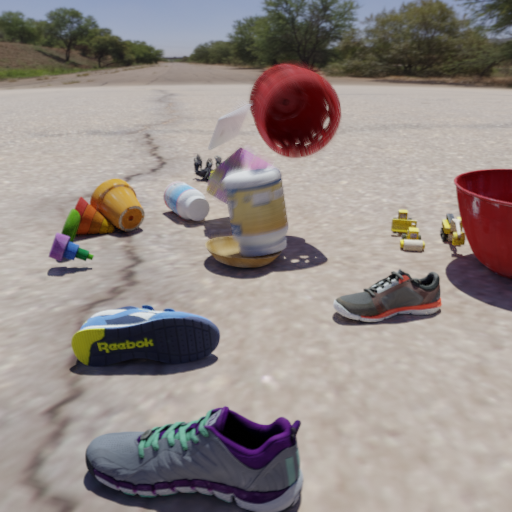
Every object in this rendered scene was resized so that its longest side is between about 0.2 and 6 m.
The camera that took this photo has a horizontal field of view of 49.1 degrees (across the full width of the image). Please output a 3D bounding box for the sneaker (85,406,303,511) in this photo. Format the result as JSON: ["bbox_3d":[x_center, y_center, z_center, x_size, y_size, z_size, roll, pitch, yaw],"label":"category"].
[{"bbox_3d":[-0.567,1.636,5.008,2.008,0.879,0.747,4,22,8],"label":"sneaker"}]

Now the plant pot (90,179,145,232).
[{"bbox_3d":[-2.842,-0.992,11.789,0.985,0.985,0.901,-17,43,-37],"label":"plant pot"}]

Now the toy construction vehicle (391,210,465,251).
[{"bbox_3d":[3.395,-0.580,11.112,1.376,0.557,1.580,5,22,12],"label":"toy construction vehicle"}]

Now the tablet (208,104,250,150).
[{"bbox_3d":[-0.576,-2.715,11.883,0.824,0.086,1.266,-33,-7,-23],"label":"tablet"}]

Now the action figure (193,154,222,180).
[{"bbox_3d":[-1.429,-2.575,16.066,0.819,0.703,1.378,5,17,-18],"label":"action figure"}]

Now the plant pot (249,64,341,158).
[{"bbox_3d":[0.672,-2.800,10.530,1.551,1.551,1.412,-3,31,-8],"label":"plant pot"}]

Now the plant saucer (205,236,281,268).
[{"bbox_3d":[-0.239,-0.054,10.110,1.381,0.244,1.381,5,17,-2],"label":"plant saucer"}]

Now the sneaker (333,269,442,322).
[{"bbox_3d":[1.918,0.499,8.177,1.677,0.687,0.646,-6,22,-14],"label":"sneaker"}]

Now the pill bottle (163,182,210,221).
[{"bbox_3d":[-1.544,-1.199,12.520,0.692,0.692,1.272,-12,25,-27],"label":"pill bottle"}]

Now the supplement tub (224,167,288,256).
[{"bbox_3d":[0.022,-0.796,9.982,1.024,1.415,1.024,-8,15,2],"label":"supplement tub"}]

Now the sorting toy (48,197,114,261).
[{"bbox_3d":[-3.235,-0.396,10.696,0.864,0.869,2.508,20,16,-14],"label":"sorting toy"}]

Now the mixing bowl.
[{"bbox_3d":[4.704,-0.468,9.527,2.780,1.506,2.780,1,22,0],"label":"mixing bowl"}]

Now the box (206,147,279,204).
[{"bbox_3d":[-0.274,-1.583,11.774,1.026,0.564,1.167,32,51,12],"label":"box"}]

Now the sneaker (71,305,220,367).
[{"bbox_3d":[-1.361,0.940,7.115,1.811,0.670,0.745,0,19,-2],"label":"sneaker"}]
